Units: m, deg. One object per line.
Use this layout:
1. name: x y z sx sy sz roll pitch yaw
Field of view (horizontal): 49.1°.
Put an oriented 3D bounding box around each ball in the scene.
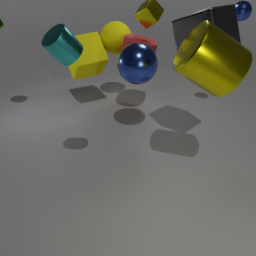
1. ball: 4.133 -4.247 10.177 0.700 0.700 0.700 0 30 0
2. ball: 0.330 -2.207 9.646 1.400 1.400 1.400 0 30 0
3. ball: -0.533 -3.975 12.386 1.400 1.400 1.400 0 30 0

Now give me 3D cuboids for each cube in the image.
1. cube: 0.798 -4.315 10.514 0.700 0.700 0.700 -11 46 53
2. cube: 2.393 -2.782 8.505 1.400 1.400 1.400 -26 18 -38
3. cube: -1.862 -3.128 12.266 1.400 1.400 1.400 -19 -9 -22

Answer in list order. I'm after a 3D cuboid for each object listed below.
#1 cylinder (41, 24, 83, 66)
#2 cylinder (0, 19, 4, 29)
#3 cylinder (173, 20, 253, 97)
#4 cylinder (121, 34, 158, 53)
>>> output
1. cylinder: -1.529 -1.933 6.560 0.700 0.700 0.700 -19 51 25
2. cylinder: -4.967 -3.887 10.032 0.700 0.700 0.700 -10 47 11
3. cylinder: 2.084 -1.703 7.038 1.400 1.400 1.400 29 27 -14
4. cylinder: 0.380 -3.002 11.633 1.400 1.400 1.400 11 31 -7
